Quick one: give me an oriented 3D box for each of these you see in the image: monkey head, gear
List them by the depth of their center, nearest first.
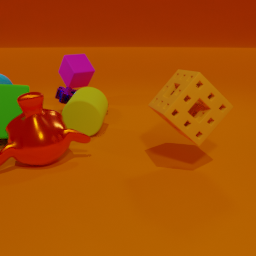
[{"bbox_3d":[-1.631,0.064,5.090,1.794,1.291,1.081,-15,63,-20],"label":"monkey head"},{"bbox_3d":[-1.427,-0.855,8.759,1.633,0.302,1.633,20,14,-5],"label":"gear"}]

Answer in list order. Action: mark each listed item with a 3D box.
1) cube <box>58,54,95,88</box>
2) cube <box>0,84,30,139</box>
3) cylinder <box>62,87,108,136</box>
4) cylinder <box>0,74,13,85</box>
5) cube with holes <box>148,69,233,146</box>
[{"bbox_3d":[-1.872,-2.058,10.166,0.863,0.863,0.863,-16,66,-38],"label":"cube"},{"bbox_3d":[-2.852,-0.389,6.293,1.138,1.138,1.138,-1,6,-24],"label":"cube"},{"bbox_3d":[-1.040,-0.417,6.961,0.968,0.968,0.968,1,27,5],"label":"cylinder"},{"bbox_3d":[-4.293,-1.079,8.593,1.219,1.219,1.219,0,9,-1],"label":"cylinder"},{"bbox_3d":[1.040,-0.379,4.835,0.857,0.857,0.857,39,3,-19],"label":"cube with holes"}]
